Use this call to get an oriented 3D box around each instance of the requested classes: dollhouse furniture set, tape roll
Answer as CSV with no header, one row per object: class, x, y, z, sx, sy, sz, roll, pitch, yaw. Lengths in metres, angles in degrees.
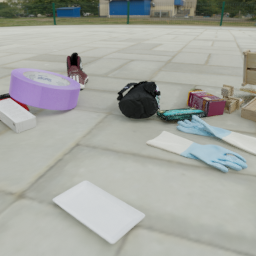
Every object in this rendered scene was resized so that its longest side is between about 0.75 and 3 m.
dollhouse furniture set,4.420,-1.847,9.195,1.442,2.952,2.518,-30,35,-33
tape roll,-3.062,-1.482,10.425,2.473,0.811,2.473,14,20,-5

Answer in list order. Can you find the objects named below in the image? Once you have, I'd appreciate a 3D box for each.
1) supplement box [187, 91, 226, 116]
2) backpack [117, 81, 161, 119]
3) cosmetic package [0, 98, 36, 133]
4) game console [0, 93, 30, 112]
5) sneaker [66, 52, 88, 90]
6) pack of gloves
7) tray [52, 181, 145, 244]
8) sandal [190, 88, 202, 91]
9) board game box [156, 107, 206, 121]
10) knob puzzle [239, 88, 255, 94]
supplement box,2.826,-0.919,10.227,0.715,0.555,1.296,-7,25,-22
backpack,0.484,-0.987,9.703,1.454,1.103,1.742,1,26,13
cosmetic package,-3.741,-0.424,9.130,1.662,0.421,0.686,30,39,34
game console,-4.696,-0.654,10.171,1.646,0.977,1.418,-22,2,-40
sneaker,-2.406,-2.853,13.253,1.012,1.545,2.674,-4,25,-8
pack of gloves,2.247,0.230,7.829,2.695,0.532,2.264,19,30,36
tray,-0.586,1.568,5.330,1.679,0.186,0.901,20,33,37
sandal,2.876,-1.495,11.720,0.521,0.374,1.312,-2,25,-5
board game box,1.791,-0.482,9.550,1.422,0.200,0.962,-6,15,-13
knob puzzle,5.348,-1.465,11.045,2.148,0.298,2.148,11,9,-2
